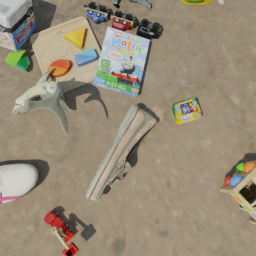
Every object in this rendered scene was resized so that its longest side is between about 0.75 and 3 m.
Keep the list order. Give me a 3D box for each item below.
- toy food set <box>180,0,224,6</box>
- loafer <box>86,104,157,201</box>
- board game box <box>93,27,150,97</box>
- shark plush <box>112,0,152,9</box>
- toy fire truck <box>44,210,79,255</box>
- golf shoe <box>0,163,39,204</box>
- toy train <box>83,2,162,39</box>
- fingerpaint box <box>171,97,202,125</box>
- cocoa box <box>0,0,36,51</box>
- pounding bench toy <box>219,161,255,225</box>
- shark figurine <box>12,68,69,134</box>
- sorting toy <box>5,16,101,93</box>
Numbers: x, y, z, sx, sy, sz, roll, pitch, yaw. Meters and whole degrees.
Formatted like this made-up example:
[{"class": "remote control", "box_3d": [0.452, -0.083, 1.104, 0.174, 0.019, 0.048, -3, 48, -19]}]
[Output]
[{"class": "toy food set", "box_3d": [2.408, -4.540, 9.150, 1.525, 0.498, 0.897, -1, 79, 0]}, {"class": "loafer", "box_3d": [-0.139, 0.775, 7.935, 0.939, 1.073, 2.986, 27, 78, -2]}, {"class": "board game box", "box_3d": [-0.187, -2.033, 8.632, 1.391, 0.336, 1.839, 14, 79, -11]}, {"class": "shark plush", "box_3d": [-0.329, -4.411, 9.237, 2.233, 1.014, 0.930, 18, 100, -17]}, {"class": "toy fire truck", "box_3d": [-1.820, 2.831, 7.557, 0.325, 0.941, 1.335, -42, 83, -8]}, {"class": "golf shoe", "box_3d": [-3.884, 1.642, 7.603, 2.854, 1.314, 1.036, -15, 79, -4]}, {"class": "toy train", "box_3d": [-0.223, -3.403, 8.997, 2.621, 0.447, 0.600, 19, 92, 3]}, {"class": "fingerpaint box", "box_3d": [1.779, -0.515, 8.515, 0.768, 0.282, 0.640, -15, 80, -3]}, {"class": "cocoa box", "box_3d": [-3.970, -3.408, 8.394, 1.912, 1.255, 1.275, 20, 58, 4]}, {"class": "pounding bench toy", "box_3d": [3.741, 1.475, 7.688, 1.900, 1.180, 1.482, -41, 82, -7]}, {"class": "shark figurine", "box_3d": [-2.041, -0.742, 7.760, 1.737, 2.907, 1.213, -53, 122, -18]}, {"class": "sorting toy", "box_3d": [-2.278, -2.143, 8.735, 2.880, 0.424, 2.129, -22, 81, -5]}]
